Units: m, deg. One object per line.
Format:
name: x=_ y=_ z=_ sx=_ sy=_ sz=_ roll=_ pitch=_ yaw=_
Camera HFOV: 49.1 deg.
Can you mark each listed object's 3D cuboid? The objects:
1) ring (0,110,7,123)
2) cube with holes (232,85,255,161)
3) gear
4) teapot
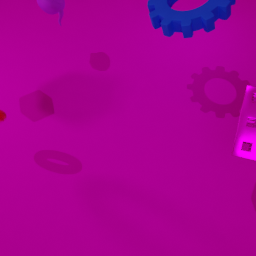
ring: x=-3.408 y=-0.328 z=6.156 sx=1.366 sy=1.366 sz=0.273 roll=5 pitch=85 yaw=2
cube with holes: x=2.486 y=0.030 z=4.752 sx=1.145 sy=1.145 sz=1.145 roll=12 pitch=91 yaw=22
gear: x=1.443 y=-2.923 z=6.506 sx=1.947 sy=0.360 sz=1.947 roll=-10 pitch=57 yaw=15
teapot: x=-2.157 y=-3.484 z=7.803 sx=1.274 sy=0.624 sz=0.792 roll=53 pitch=35 yaw=-9
